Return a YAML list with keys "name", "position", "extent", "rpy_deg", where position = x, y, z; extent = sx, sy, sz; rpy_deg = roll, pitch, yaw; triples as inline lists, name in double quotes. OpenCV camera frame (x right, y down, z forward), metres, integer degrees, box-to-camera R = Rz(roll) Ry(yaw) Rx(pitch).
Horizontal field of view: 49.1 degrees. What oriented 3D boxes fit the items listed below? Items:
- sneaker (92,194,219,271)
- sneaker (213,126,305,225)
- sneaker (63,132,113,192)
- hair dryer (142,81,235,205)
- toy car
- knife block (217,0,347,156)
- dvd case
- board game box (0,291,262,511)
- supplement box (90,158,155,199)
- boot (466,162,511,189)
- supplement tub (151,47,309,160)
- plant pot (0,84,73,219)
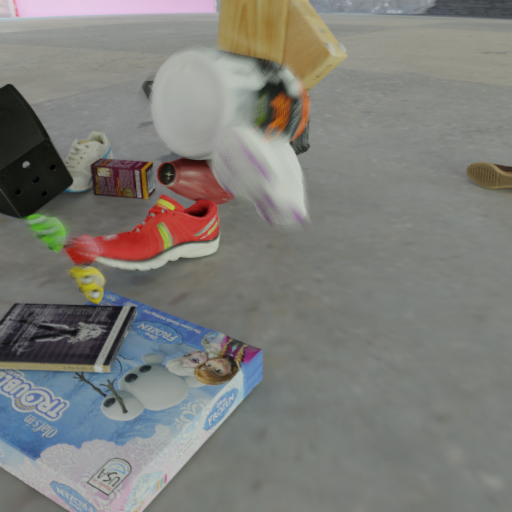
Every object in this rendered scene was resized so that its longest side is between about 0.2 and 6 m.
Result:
- name: "sneaker"
  position: [-1.591, -0.451, 8.825]
  extent: [0.937, 1.033, 2.434]
  rpy_deg: [24, 28, 38]
- name: "sneaker"
  position: [0.048, -1.152, 7.039]
  extent: [0.758, 2.025, 1.009]
  rpy_deg: [-6, 68, 21]
- name: "sneaker"
  position: [-3.788, -1.998, 12.046]
  extent: [0.831, 0.878, 2.173]
  rpy_deg: [6, 30, 7]
- name: "hair dryer"
  position: [-1.316, -1.855, 10.116]
  extent: [2.390, 0.852, 3.138]
  rpy_deg: [33, 23, -21]
- name: "toy car"
  position: [-2.263, -0.114, 6.743]
  extent: [1.230, 1.307, 0.292]
  rpy_deg: [41, 61, 16]
- name: "knife block"
  position: [-0.181, -3.764, 11.688]
  extent: [3.634, 4.140, 1.325]
  rpy_deg: [-35, 2, 28]
- name: "dvd case"
  position: [-2.273, 0.914, 6.444]
  extent: [1.553, 0.124, 1.155]
  rpy_deg: [1, 28, 4]
- name: "board game box"
  position: [-1.597, 1.451, 6.144]
  extent: [2.466, 0.535, 2.454]
  rpy_deg: [16, 33, 27]
- name: "supplement box"
  position: [-2.738, -1.596, 11.534]
  extent: [1.189, 0.656, 0.509]
  rpy_deg: [6, 29, 10]
- name: "boot"
  position: [5.425, -1.723, 12.120]
  extent: [1.457, 0.527, 1.212]
  rpy_deg: [21, 23, 36]
- name: "supplement tub"
  position: [-0.306, -2.565, 9.644]
  extent: [1.715, 1.715, 2.800]
  rpy_deg: [18, 20, 29]
- name: "plant pot"
  position: [-4.534, -1.756, 10.484]
  extent: [1.602, 1.806, 1.802]
  rpy_deg: [36, 66, 28]
